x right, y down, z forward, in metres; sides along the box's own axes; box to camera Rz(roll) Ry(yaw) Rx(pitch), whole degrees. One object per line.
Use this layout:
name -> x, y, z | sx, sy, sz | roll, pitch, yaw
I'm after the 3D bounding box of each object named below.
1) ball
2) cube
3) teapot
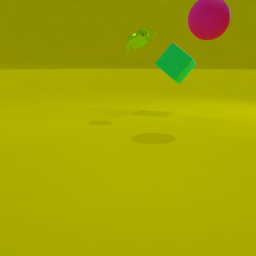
ball -> 2.246, -3.034, 7.784 | 1.149, 1.149, 1.149 | 0, 13, 0
cube -> 1.971, -2.631, 11.498 | 1.092, 1.092, 1.092 | 45, 15, 16
teapot -> 0.381, -3.071, 9.827 | 1.317, 0.645, 0.819 | -22, 19, 27
